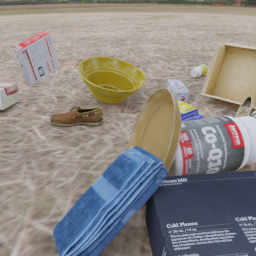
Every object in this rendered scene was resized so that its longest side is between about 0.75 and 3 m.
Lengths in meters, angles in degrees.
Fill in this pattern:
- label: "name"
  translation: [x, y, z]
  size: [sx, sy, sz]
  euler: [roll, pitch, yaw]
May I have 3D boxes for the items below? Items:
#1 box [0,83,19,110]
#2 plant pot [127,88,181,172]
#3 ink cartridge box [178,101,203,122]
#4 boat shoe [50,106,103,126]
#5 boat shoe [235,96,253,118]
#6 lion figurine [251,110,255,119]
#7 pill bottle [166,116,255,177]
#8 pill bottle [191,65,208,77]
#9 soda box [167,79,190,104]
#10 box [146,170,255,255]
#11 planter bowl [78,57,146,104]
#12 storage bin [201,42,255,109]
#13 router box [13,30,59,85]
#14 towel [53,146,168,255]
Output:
- label: "box"
  translation: [-5.490, -1.386, 11.965]
  size: [1.006, 0.858, 1.574]
  euler: [1, 18, 2]
- label: "plant pot"
  translation: [0.616, 0.377, 7.170]
  size: [0.390, 2.839, 2.839]
  euler: [17, 25, -16]
- label: "ink cartridge box"
  translation: [2.149, -0.619, 11.386]
  size: [1.340, 0.319, 1.356]
  euler: [-20, 32, -33]
- label: "boat shoe"
  translation: [-1.969, -0.508, 10.742]
  size: [2.049, 0.696, 0.737]
  euler: [-2, 28, -3]
- label: "boat shoe"
  translation: [4.471, -0.642, 10.806]
  size: [0.516, 0.464, 1.430]
  euler: [19, 59, 31]
- label: "lion figurine"
  translation: [5.069, 0.463, 8.891]
  size: [2.844, 1.031, 1.742]
  euler: [26, 28, 17]
- label: "pill bottle"
  translation: [2.275, 0.520, 7.842]
  size: [2.844, 1.620, 1.620]
  euler: [-9, 30, -15]
- label: "pill bottle"
  translation: [4.023, -3.207, 15.869]
  size: [0.595, 0.595, 1.054]
  euler: [25, 36, 38]
- label: "soda box"
  translation: [2.311, -1.722, 13.107]
  size: [0.643, 0.598, 1.884]
  euler: [-2, 28, -4]
- label: "box"
  translation: [1.784, 2.073, 5.239]
  size: [2.596, 1.351, 2.364]
  euler: [-3, 28, -5]
- label: "planter bowl"
  translation: [-0.796, -1.961, 12.568]
  size: [2.993, 1.246, 2.993]
  euler: [10, 39, -8]
- label: "storage bin"
  translation: [4.881, -2.272, 11.986]
  size: [2.538, 2.519, 1.189]
  euler: [22, 11, 36]
- label: "router box"
  translation: [-2.632, -2.038, 8.178]
  size: [0.294, 1.202, 1.079]
  euler: [30, 56, 25]
- label: "towel"
  translation: [-0.434, 1.462, 5.632]
  size: [2.569, 0.623, 1.434]
  euler: [-47, 25, -9]
